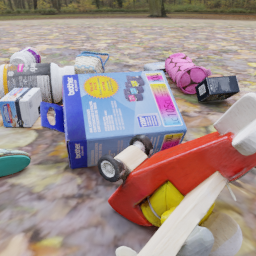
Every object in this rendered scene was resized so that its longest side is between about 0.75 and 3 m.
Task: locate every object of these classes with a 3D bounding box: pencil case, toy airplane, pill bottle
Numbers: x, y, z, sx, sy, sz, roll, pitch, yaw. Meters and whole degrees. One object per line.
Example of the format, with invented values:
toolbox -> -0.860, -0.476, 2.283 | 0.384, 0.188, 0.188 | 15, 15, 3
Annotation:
pencil case -> 2.384, -2.337, 11.569 | 1.301, 1.260, 2.777 | -35, 27, 11
toy airplane -> 1.129, 0.833, 3.902 | 2.926, 2.065, 2.914 | -26, 2, -4
pill bottle -> -4.938, -3.192, 13.457 | 1.095, 1.095, 1.948 | 0, 26, 0
pill bottle -> -3.034, -1.508, 9.600 | 2.417, 1.406, 1.406 | -5, 26, -11

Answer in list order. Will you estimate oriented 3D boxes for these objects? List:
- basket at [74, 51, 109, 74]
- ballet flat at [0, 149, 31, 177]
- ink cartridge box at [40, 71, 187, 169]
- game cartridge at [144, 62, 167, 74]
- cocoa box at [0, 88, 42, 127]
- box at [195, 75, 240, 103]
basket -> -1.705, -2.893, 12.633 | 1.393, 1.099, 1.580 | 9, 58, 17
ballet flat -> -2.940, 0.776, 5.730 | 1.778, 0.615, 0.633 | -23, 45, -33
ink cartridge box -> -0.437, -0.252, 6.524 | 2.992, 1.142, 2.041 | -7, 51, -11
game cartridge -> 1.782, -2.993, 13.939 | 1.847, 0.384, 1.230 | -11, 32, -21
cocoa box -> -3.171, -0.643, 8.424 | 0.825, 0.839, 1.257 | 0, 26, 1
box -> 3.066, -1.341, 9.661 | 1.158, 0.620, 0.859 | -8, -11, -14
